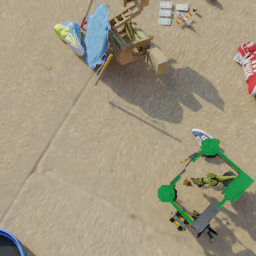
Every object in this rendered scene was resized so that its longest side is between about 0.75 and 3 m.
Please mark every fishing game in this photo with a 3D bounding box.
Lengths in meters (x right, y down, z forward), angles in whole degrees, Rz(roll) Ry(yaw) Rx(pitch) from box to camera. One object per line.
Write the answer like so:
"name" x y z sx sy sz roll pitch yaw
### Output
"fishing game" -0.931 -2.912 8.927 0.442 2.038 2.847 1 56 -29

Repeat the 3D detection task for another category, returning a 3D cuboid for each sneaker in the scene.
"sneaker" -1.834 -3.189 9.636 0.813 0.586 1.547 -39 74 -13
"sneaker" 3.946 -1.986 9.122 1.133 0.718 2.015 25 65 5
"sneaker" 2.219 0.466 8.425 0.857 0.345 0.627 30 68 5

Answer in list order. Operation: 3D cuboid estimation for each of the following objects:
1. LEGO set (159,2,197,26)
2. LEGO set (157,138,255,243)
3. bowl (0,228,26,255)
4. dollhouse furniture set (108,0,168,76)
"LEGO set" 1.821 -4.189 10.145 1.356 0.333 1.013 6 72 4
"LEGO set" 2.106 1.612 7.596 1.946 1.466 2.531 35 88 23
"bowl" -3.643 3.666 7.228 2.096 0.411 2.096 0 70 0
"dollhouse furniture set" 0.132 -2.964 8.517 1.297 2.064 2.334 -24 62 -15
